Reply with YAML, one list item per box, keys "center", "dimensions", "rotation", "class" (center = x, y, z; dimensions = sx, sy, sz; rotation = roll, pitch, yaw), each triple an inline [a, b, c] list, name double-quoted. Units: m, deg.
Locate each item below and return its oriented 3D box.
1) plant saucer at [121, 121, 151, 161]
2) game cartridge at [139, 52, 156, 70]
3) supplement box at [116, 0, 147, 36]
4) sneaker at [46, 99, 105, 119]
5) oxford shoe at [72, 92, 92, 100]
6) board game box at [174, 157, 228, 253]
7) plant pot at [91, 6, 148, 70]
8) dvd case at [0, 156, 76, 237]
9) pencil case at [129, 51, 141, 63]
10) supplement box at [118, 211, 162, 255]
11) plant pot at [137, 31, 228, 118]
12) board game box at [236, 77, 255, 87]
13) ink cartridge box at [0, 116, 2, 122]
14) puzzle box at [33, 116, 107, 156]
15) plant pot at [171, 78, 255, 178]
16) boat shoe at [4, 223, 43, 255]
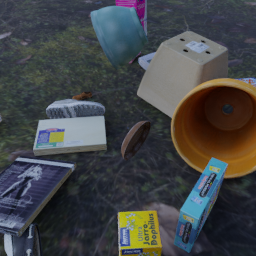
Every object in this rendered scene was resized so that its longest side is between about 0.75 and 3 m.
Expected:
- center: [0.126, 0.206, 5.090]
  dimensions: [0.144, 0.838, 0.838]
  rotation: [31, 48, 20]
  class: "plant saucer"
- center: [1.669, -3.113, 13.884]
  dimensions: [1.546, 0.475, 2.323]
  rotation: [-29, 47, -26]
  class: "game cartridge"
- center: [0.169, -4.901, 12.413]
  dimensions: [1.067, 2.066, 1.045]
  rotation: [13, 36, 23]
  class: "supplement box"
- center: [-1.969, -0.838, 10.747]
  dimensions: [2.218, 0.829, 0.909]
  rotation: [3, 39, 4]
  class: "sneaker"
- center: [-1.948, -1.384, 11.848]
  dimensions: [0.835, 0.298, 0.298]
  rotation: [-14, 43, -14]
  class: "oxford shoe"
- center: [1.814, 1.872, 6.933]
  dimensions: [0.446, 1.436, 1.902]
  rotation: [22, 45, 25]
  class: "board game box"
- center: [-0.178, -3.673, 10.870]
  dimensions: [1.596, 2.382, 2.382]
  rotation: [-20, 38, 12]
  class: "plant pot"
- center: [-2.932, 1.665, 7.624]
  dimensions: [2.034, 0.218, 2.735]
  rotation: [4, 29, 19]
  class: "dvd case"
- center: [0.246, -3.829, 14.703]
  dimensions: [0.498, 0.520, 1.203]
  rotation: [49, 45, -11]
  class: "pencil case"
- center: [0.219, 2.565, 6.016]
  dimensions: [0.830, 1.515, 0.825]
  rotation: [-2, 40, -3]
  class: "supplement box"
- center: [2.289, -2.130, 10.859]
  dimensions: [2.689, 2.380, 2.685]
  rotation: [37, 51, 28]
  class: "plant pot"
- center: [5.147, -1.415, 11.813]
  dimensions: [1.443, 0.367, 2.133]
  rotation: [-6, 40, -7]
  class: "board game box"
- center: [-5.438, -0.072, 10.030]
  dimensions: [0.938, 0.543, 1.610]
  rotation: [9, 39, 10]
  class: "ink cartridge box"
- center: [-1.988, 0.225, 9.847]
  dimensions: [2.411, 0.307, 1.604]
  rotation: [-4, 40, -5]
  class: "puzzle box"
- center: [3.076, -0.289, 8.831]
  dimensions: [2.834, 2.834, 2.595]
  rotation: [16, 26, 19]
  class: "plant pot"
- center: [-2.033, 3.087, 5.909]
  dimensions: [0.763, 0.934, 2.529]
  rotation: [-20, 35, -16]
  class: "boat shoe"
